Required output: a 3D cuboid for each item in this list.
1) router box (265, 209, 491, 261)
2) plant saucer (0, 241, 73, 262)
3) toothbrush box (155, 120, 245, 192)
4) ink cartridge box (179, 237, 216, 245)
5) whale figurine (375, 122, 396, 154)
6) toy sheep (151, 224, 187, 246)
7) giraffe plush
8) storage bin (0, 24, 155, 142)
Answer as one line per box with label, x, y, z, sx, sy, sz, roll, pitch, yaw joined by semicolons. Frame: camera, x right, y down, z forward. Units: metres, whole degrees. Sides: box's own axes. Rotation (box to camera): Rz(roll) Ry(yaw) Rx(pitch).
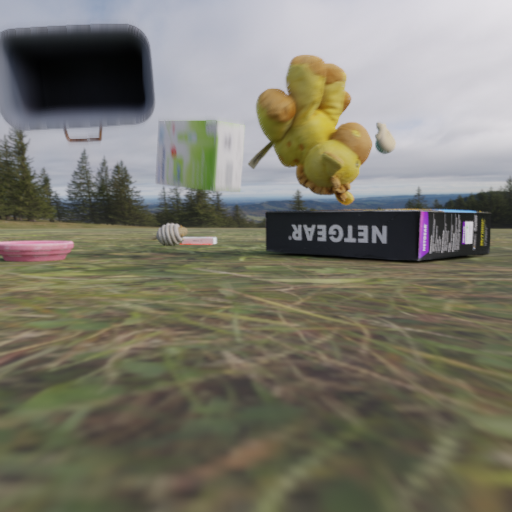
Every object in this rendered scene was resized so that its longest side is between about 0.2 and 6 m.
router box;2.212;-0.436;10.468;2.515;0.861;3.372;-3;5;-44
plant saucer;-3.688;-0.079;9.337;1.233;0.312;1.233;-1;4;0
toothbrush box;-0.973;-1.700;9.474;1.527;1.112;0.657;14;13;43
ink cartridge box;-1.641;-0.420;15.745;0.923;0.201;0.801;1;2;7
whale figurine;2.931;-2.717;12.994;0.598;0.751;0.390;0;-22;-37
toy sheep;-2.244;-0.535;14.539;0.962;0.663;0.663;-17;2;6
giraffe plush;1.163;-2.029;10.085;2.112;2.448;1.985;2;38;-50
storage bin;-1.898;-1.885;6.291;1.602;1.166;1.076;-4;14;-3
